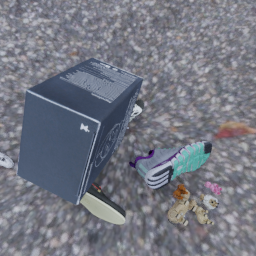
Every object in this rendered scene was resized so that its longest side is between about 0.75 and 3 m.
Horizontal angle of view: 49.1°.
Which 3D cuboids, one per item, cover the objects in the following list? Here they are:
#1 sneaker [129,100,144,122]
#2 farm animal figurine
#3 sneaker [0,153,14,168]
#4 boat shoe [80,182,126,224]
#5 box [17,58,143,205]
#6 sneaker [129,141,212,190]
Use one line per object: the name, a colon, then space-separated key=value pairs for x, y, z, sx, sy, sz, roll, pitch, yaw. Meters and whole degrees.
sneaker: x=0.034 y=-0.552 z=8.384 sx=0.457 sy=0.546 sz=1.235 roll=23 pitch=55 yaw=36
farm animal figurine: x=1.645 y=1.896 z=7.111 sx=1.358 sy=0.683 sz=1.096 roll=5 pitch=85 yaw=-21
sneaker: x=-3.907 y=0.956 z=7.778 sx=1.328 sy=0.499 sz=0.763 roll=28 pitch=82 yaw=-3
boat shoe: x=-0.921 y=1.696 z=7.154 sx=2.141 sy=0.783 sz=0.671 roll=32 pitch=45 yaw=1
box: x=-0.997 y=-0.120 z=6.565 sx=1.544 sy=2.140 sz=2.883 roll=24 pitch=30 yaw=7
sneaker: x=1.205 y=0.704 z=7.466 sx=2.388 sy=0.889 sz=1.045 roll=-18 pitch=39 yaw=-34
